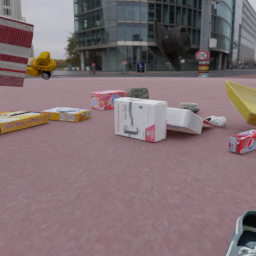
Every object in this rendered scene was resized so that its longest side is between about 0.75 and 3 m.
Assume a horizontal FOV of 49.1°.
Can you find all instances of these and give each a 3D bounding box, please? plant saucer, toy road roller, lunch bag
[{"bbox_3d":[4.947,-0.640,10.260,2.620,0.635,2.620,15,31,-12],"label":"plant saucer"},{"bbox_3d":[-3.621,-2.662,11.438,1.324,0.966,0.814,12,46,-1],"label":"toy road roller"},{"bbox_3d":[0.345,-1.919,17.161,1.522,1.061,1.277,-10,5,-34],"label":"lunch bag"}]

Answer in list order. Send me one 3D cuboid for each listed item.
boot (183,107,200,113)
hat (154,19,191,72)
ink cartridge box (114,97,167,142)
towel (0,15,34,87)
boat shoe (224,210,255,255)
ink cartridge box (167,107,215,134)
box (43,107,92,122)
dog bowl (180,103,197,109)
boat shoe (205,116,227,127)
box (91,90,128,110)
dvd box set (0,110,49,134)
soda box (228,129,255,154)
[{"bbox_3d":[3.166,-0.835,13.980,1.159,0.420,1.053,-1,13,-35],"label":"boot"},{"bbox_3d":[1.902,-3.480,11.064,0.972,2.411,2.411,-25,0,29],"label":"hat"},{"bbox_3d":[0.394,-0.321,9.615,1.782,1.298,0.755,11,18,40],"label":"ink cartridge box"},{"bbox_3d":[-4.335,-2.630,9.821,1.749,2.429,0.276,-3,30,-47],"label":"towel"},{"bbox_3d":[1.405,1.548,3.329,0.627,0.532,1.721,7,15,28],"label":"boat shoe"},{"bbox_3d":[1.511,-0.294,10.938,2.974,0.665,2.620,11,-4,39],"label":"ink cartridge box"},{"bbox_3d":[-2.908,-0.651,12.982,2.106,0.437,1.254,7,15,19],"label":"box"},{"bbox_3d":[3.301,-1.147,15.262,0.931,0.343,0.931,0,14,0],"label":"dog bowl"},{"bbox_3d":[3.546,-0.277,11.395,0.398,0.436,1.212,-9,15,-13],"label":"boat shoe"},{"bbox_3d":[-1.043,-1.618,15.976,1.952,0.924,1.002,-11,17,-39],"label":"box"},{"bbox_3d":[-5.020,-0.256,11.231,2.149,0.432,2.937,7,15,31],"label":"dvd box set"},{"bbox_3d":[3.572,0.398,8.349,1.373,0.481,0.435,-10,17,-37],"label":"soda box"}]
